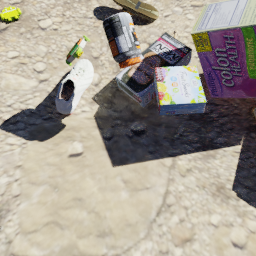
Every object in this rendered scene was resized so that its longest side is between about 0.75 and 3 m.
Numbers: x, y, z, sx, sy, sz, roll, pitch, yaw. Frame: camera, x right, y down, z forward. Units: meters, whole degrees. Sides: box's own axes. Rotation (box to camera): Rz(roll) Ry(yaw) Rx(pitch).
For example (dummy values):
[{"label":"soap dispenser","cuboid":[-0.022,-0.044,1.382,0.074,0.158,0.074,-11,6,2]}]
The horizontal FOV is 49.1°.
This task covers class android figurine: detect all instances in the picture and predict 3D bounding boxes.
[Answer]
[{"label":"android figurine","cuboid":[-4.850,-4.716,11.568,0.843,0.190,0.926,-23,64,-13]}]

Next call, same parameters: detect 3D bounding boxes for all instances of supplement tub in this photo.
[{"label":"supplement tub","cuboid":[-0.128,-2.331,7.580,0.807,0.807,1.317,-20,97,-11]}]

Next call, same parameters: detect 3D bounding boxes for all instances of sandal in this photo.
[{"label":"sandal","cuboid":[0.222,-4.966,11.535,2.228,0.602,0.895,30,65,0]}]

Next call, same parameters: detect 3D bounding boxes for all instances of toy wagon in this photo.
[{"label":"toy wagon","cuboid":[-1.027,-1.564,5.652,0.170,0.858,0.666,36,100,-22]}]

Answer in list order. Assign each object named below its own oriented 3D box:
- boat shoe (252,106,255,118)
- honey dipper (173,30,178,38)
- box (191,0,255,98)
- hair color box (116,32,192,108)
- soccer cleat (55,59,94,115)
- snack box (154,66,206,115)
[{"label":"boat shoe","cuboid":[4.813,-0.501,8.907,1.590,0.567,0.513,-6,67,4]},{"label":"honey dipper","cuboid":[1.680,-3.001,10.442,0.327,0.327,1.724,12,62,7]},{"label":"box","cuboid":[3.724,-2.242,8.069,2.985,2.626,1.443,7,56,36]},{"label":"hair color box","cuboid":[0.894,-1.979,9.412,2.425,0.735,1.200,-44,68,-11]},{"label":"soccer cleat","cuboid":[-1.726,-1.508,9.252,0.812,0.910,2.345,13,60,8]},{"label":"snack box","cuboid":[0.871,-0.665,4.846,0.762,0.306,0.903,-2,54,0]}]
